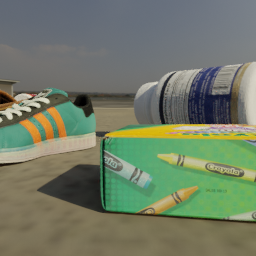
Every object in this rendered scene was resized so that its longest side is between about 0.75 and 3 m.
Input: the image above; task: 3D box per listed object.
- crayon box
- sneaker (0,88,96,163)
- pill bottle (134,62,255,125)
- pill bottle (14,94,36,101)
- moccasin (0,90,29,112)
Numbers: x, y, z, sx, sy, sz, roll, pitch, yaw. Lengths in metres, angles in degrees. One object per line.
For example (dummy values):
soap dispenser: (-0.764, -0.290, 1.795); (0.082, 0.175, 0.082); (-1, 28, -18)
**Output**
crayon box: (0.778, 0.263, 2.147); (1.776, 0.517, 1.055); (1, 5, 10)
sneaker: (-1.337, -0.092, 3.857); (0.833, 0.933, 2.335); (3, 6, 32)
pill bottle: (1.293, -0.398, 5.098); (1.349, 1.349, 2.430); (-5, 6, -43)
pill bottle: (-4.079, -0.922, 12.292); (1.116, 1.116, 1.954); (1, 5, 11)
moccasin: (-2.522, -0.319, 5.436); (2.877, 1.111, 1.052); (3, 6, 28)
